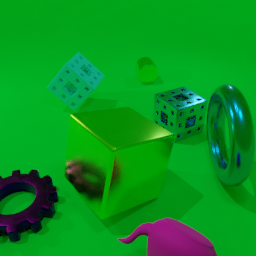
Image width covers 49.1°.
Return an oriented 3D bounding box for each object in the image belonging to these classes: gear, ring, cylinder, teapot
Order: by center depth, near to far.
[{"bbox_3d":[0.658,1.800,4.018,1.647,0.807,1.024,26,-3,14],"label":"teapot"},{"bbox_3d":[-2.084,1.376,5.198,1.503,0.278,1.503,0,34,0],"label":"gear"},{"bbox_3d":[1.941,0.138,5.484,0.396,1.981,1.981,-4,34,2],"label":"ring"},{"bbox_3d":[0.658,-2.051,9.897,0.713,0.713,0.713,-4,36,-6],"label":"cylinder"}]

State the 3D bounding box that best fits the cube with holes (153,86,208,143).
[{"bbox_3d":[1.311,-0.374,7.201,0.939,0.939,0.939,-17,37,-23],"label":"cube with holes"}]

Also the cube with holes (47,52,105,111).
[{"bbox_3d":[-1.495,-1.348,8.146,1.016,1.016,1.016,41,32,-14],"label":"cube with holes"}]

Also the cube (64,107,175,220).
[{"bbox_3d":[-0.211,0.538,5.188,1.385,1.385,1.385,-10,32,-38],"label":"cube"}]
